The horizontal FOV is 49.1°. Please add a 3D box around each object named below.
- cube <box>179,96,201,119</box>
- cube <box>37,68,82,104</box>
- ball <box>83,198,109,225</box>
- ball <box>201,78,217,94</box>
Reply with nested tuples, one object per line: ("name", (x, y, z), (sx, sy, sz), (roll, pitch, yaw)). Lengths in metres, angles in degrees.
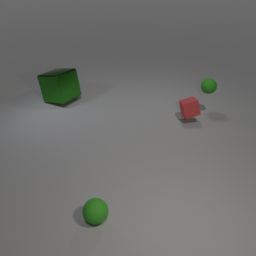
("cube", (2.704, -0.900, 12.296), (0.700, 0.700, 0.700), (-16, 19, 2))
("cube", (-3.414, -2.135, 14.047), (1.400, 1.400, 1.400), (8, 29, 32))
("ball", (-0.880, 2.254, 7.598), (0.700, 0.700, 0.700), (0, 31, 0))
("ball", (3.617, -1.872, 12.513), (0.700, 0.700, 0.700), (0, 31, 0))
